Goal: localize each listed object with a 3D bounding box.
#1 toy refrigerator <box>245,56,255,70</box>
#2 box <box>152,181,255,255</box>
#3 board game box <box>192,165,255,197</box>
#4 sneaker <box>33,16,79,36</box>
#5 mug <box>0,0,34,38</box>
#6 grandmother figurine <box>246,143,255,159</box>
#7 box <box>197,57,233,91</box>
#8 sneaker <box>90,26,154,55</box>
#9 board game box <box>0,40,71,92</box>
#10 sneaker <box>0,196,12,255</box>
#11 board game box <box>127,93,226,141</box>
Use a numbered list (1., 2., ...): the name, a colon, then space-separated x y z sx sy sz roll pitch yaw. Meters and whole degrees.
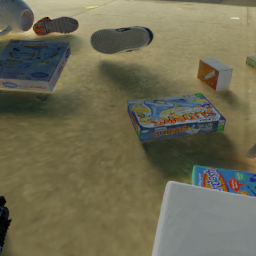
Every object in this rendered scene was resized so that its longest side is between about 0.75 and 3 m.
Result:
1. toy refrigerator: 4.979 -2.497 10.909 0.306 0.332 0.875 -11 36 -16
2. box: 1.123 1.861 3.449 1.718 1.472 1.710 8 35 12
3. board game box: 2.059 1.354 5.168 1.737 0.391 1.321 6 35 9
4. sneaker: -3.885 -5.582 14.940 2.382 0.924 1.334 -10 37 -15
5. mug: -6.339 -5.677 14.451 2.321 1.954 2.647 24 68 15
6. grandmother figurine: 3.370 1.036 5.507 1.218 0.608 2.008 -4 35 -26
7. box: 2.959 -1.868 9.629 0.566 0.723 1.162 -12 36 -17
8. sneaker: -0.214 -3.667 11.743 2.743 1.076 1.089 7 23 27
9. board game box: -3.487 -2.275 9.970 2.363 0.486 2.358 5 48 7
10. sneaker: -2.212 1.653 4.641 0.548 0.493 1.406 -24 39 -19
11. board game box: 1.245 -0.349 7.675 2.283 0.393 1.545 -7 35 -10
